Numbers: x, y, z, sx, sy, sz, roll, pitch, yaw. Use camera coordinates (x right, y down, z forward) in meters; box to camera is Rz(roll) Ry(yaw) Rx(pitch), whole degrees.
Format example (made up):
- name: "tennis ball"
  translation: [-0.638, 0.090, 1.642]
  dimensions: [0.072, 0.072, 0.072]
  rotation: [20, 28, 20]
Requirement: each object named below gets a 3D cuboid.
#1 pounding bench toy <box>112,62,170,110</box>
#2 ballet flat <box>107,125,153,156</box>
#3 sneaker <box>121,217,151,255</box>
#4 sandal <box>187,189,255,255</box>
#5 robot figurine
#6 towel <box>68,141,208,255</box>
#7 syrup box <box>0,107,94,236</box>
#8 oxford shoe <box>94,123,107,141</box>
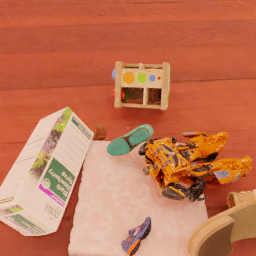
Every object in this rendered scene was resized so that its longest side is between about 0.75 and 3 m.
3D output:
- name: "pounding bench toy"
  translation: [0.420, -1.219, 8.157]
  dimensions: [1.525, 1.215, 1.956]
  rotation: [4, 8, 10]
- name: "ballet flat"
  translation: [0.076, 0.283, 6.231]
  dimensions: [0.420, 1.248, 0.439]
  rotation: [61, 33, 0]
- name: "sneaker"
  translation: [0.166, 1.919, 5.121]
  dimensions: [0.314, 0.302, 0.802]
  rotation: [24, 48, 29]
- name: "sandal"
  translation: [2.204, 1.591, 5.465]
  dimensions: [2.946, 1.080, 0.969]
  rotation: [-12, 23, -24]
- name: "robot figurine"
  translation: [1.389, 0.675, 5.956]
  dimensions: [2.369, 0.690, 1.718]
  rotation: [-4, 42, -29]
- name: "towel"
  translation: [0.286, 1.456, 6.122]
  dimensions: [2.745, 0.463, 2.874]
  rotation: [2, 45, 3]
- name: "syrup box"
  translation: [-1.737, 0.858, 6.036]
  dimensions: [1.050, 1.015, 2.579]
  rotation: [-20, 36, 30]
- name: "oxford shoe"
  translation: [-0.728, 0.174, 7.105]
  dimensions: [0.294, 0.824, 0.294]
  rotation: [39, 62, 14]
